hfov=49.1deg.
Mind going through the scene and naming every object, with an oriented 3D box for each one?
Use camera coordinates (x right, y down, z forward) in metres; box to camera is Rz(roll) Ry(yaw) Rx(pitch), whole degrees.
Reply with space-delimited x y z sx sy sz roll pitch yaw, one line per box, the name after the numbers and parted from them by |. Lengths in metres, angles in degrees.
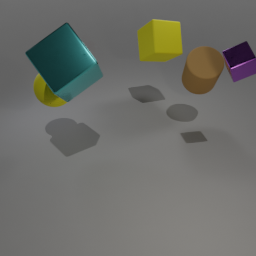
3.170 -1.862 7.926 0.700 0.700 0.700 -22 57 18 | cube
-2.652 -1.448 10.030 1.400 1.400 1.400 0 31 0 | ball
-1.723 -1.777 7.935 1.400 1.400 1.400 -36 -4 -1 | cube
2.905 -2.236 11.036 1.400 1.400 1.400 -1 71 2 | cylinder
1.376 -3.763 12.269 1.400 1.400 1.400 -5 1 -26 | cube
